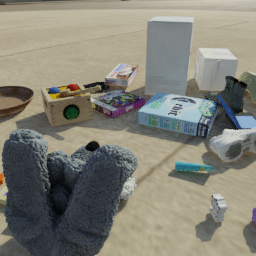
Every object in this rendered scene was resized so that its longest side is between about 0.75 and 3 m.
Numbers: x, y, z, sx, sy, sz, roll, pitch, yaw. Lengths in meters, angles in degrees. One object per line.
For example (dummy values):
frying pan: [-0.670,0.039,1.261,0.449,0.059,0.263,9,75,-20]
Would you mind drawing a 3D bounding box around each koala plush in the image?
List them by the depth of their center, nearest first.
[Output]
koala plush: [-0.895,1.081,5.276,2.102,2.179,2.371,10,8,8]

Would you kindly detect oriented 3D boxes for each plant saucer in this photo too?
plant saucer: [-4.635,-0.955,10.214,2.417,0.442,2.417,0,29,0]

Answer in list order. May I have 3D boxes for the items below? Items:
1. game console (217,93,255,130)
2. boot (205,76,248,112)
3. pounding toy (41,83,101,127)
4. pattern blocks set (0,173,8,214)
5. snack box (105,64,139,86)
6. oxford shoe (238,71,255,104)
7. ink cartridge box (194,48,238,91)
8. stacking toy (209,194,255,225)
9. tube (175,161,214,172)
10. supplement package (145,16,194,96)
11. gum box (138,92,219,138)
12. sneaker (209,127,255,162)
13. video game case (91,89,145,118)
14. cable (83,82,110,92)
game console: [3.580,-0.457,8.787,1.300,0.901,1.523,-1,29,0]
boot: [3.561,-1.356,10.139,0.617,1.191,1.823,-16,31,-23]
pounding toy: [-1.901,-0.939,9.318,1.610,1.243,1.749,-13,31,-22]
pattern blocks set: [-2.193,1.303,6.234,1.879,0.173,2.138,12,30,21]
snack box: [-0.225,-2.525,13.120,1.038,0.351,2.887,5,25,9]
oxford shoe: [5.138,-1.500,10.843,0.758,0.987,2.624,24,25,-15]
ink cartridge box: [3.756,-2.509,12.114,1.366,1.402,2.181,3,29,3]
stacking toy: [2.585,1.857,4.869,1.596,0.498,2.117,-5,29,-9]
tube: [1.595,0.954,6.770,0.901,0.227,0.349,3,-16,14]
supplement package: [1.646,-2.870,11.213,1.678,2.861,1.673,6,29,12]
gum box: [1.704,-0.510,9.309,2.231,0.497,1.896,12,30,21]
sneaker: [3.053,0.259,7.647,1.927,0.751,0.958,-11,27,-22]
video game case: [-0.441,-0.951,10.358,1.634,0.293,1.481,-24,36,-37]
cable: [-1.367,-1.820,12.009,1.112,0.282,0.907,4,28,10]
